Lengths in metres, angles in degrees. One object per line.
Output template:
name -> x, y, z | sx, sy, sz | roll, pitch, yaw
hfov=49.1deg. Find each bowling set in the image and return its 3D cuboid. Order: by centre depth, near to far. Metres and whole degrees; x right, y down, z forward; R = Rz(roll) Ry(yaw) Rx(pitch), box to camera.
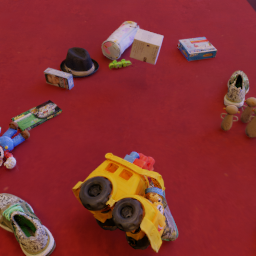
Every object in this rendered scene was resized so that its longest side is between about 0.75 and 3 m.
bowling set -> 5.088, -0.619, 10.909 | 2.682, 1.440, 1.866 | 16, 47, 16

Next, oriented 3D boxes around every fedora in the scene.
fedora -> -2.483, -3.452, 14.129 | 2.117, 0.967, 2.117 | 0, 43, 0

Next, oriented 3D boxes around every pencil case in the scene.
pencil case -> -0.345, -4.854, 15.422 | 1.259, 1.154, 2.776 | -6, 36, 38

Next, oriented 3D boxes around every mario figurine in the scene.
mario figurine -> -4.386, 0.626, 9.878 | 1.289, 1.107, 2.089 | 11, 43, 18

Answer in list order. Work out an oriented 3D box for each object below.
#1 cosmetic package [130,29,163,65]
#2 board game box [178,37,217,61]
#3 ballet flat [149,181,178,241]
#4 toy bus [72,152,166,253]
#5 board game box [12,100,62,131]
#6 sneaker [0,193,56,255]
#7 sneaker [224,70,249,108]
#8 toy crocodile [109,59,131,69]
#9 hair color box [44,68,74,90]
cosmetic package -> 0.829, -3.601, 12.408 | 1.184, 0.976, 0.977 | 17, 47, 3
board game box -> 3.795, -4.390, 15.482 | 1.614, 0.451, 1.581 | -10, 45, -10
ballet flat -> 0.846, 2.307, 8.372 | 0.777, 0.777, 2.159 | -7, 46, -8
toy bus -> 0.181, 1.778, 7.858 | 2.566, 1.741, 2.464 | 21, 57, 33
board game box -> -3.789, -0.522, 11.707 | 1.834, 0.215, 0.961 | -33, 55, -29
sneaker -> -3.059, 2.514, 7.912 | 2.568, 1.138, 0.987 | 30, 52, 27
sneaker -> 5.007, -2.003, 12.530 | 1.000, 1.152, 2.601 | 15, 46, 14
toy crocodile -> -0.405, -3.272, 14.451 | 1.187, 0.366, 0.401 | -13, 45, -20
hair color box -> -3.256, -2.321, 13.210 | 1.336, 0.661, 0.405 | 18, 47, 18
